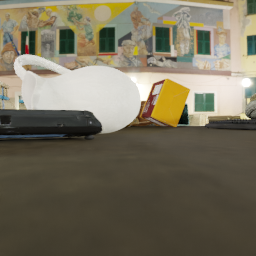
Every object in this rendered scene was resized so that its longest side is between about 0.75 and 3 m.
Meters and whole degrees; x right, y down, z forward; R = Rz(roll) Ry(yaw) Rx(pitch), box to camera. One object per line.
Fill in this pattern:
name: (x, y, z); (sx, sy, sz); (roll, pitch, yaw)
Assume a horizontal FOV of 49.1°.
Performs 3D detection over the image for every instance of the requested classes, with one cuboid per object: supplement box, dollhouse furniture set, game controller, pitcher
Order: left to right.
dollhouse furniture set: (-3.790, -0.766, 9.323); (2.137, 1.506, 1.498); (-1, 1, -7)
game controller: (-1.090, 0.019, 2.852); (1.594, 0.336, 0.832); (0, -13, -21)
pitcher: (-0.769, -0.577, 4.264); (1.702, 1.460, 1.032); (-4, -36, -34)
supplement box: (1.317, -0.884, 10.312); (0.977, 1.452, 1.472); (22, -4, -14)

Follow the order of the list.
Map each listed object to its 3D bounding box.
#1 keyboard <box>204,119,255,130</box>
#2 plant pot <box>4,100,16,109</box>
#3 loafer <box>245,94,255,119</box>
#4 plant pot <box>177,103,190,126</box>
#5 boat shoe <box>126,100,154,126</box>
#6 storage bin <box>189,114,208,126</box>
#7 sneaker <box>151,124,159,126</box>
keyboard: (3.267, -0.114, 7.595); (1.439, 0.308, 2.397); (0, 2, -13)
plant pot: (-6.471, -0.660, 14.060); (1.360, 1.360, 1.452); (0, 16, -9)
loafer: (4.123, -0.657, 7.959); (1.081, 1.002, 2.876); (9, -1, 37)
plant pot: (2.125, -0.582, 13.265); (1.059, 1.056, 1.079); (-1, -5, -28)
boat shoe: (-0.032, -0.522, 11.667); (2.971, 1.124, 1.097); (-3, 10, 11)
storage bin: (3.208, -0.389, 13.886); (1.234, 0.578, 1.225); (0, 1, 34)
sneaker: (0.721, -0.463, 13.446); (1.142, 0.738, 2.104); (3, 6, 41)
